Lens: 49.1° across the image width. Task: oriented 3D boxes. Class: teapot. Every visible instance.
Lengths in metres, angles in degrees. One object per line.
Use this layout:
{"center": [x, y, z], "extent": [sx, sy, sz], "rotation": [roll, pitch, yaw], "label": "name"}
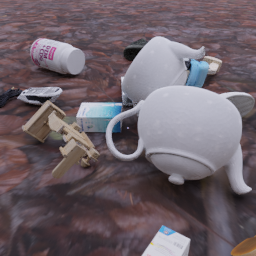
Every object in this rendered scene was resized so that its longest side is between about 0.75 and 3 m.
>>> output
{"center": [0.972, -1.446, 8.465], "extent": [1.657, 2.269, 2.239], "rotation": [37, 82, 5], "label": "teapot"}
{"center": [1.257, 0.355, 6.587], "extent": [2.630, 2.596, 1.921], "rotation": [-1, 63, 44], "label": "teapot"}

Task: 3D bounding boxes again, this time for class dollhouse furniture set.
{"center": [-1.754, 0.453, 7.489], "extent": [1.077, 1.261, 2.434], "rotation": [-47, 41, 2], "label": "dollhouse furniture set"}

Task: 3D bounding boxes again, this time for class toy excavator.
{"center": [2.903, -2.432, 11.906], "extent": [2.879, 1.438, 2.800], "rotation": [8, 32, -10], "label": "toy excavator"}

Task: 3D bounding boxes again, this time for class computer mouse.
{"center": [-3.575, -1.124, 10.372], "extent": [2.431, 0.533, 1.333], "rotation": [2, 27, 14], "label": "computer mouse"}

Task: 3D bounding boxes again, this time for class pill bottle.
{"center": [-3.262, -3.303, 13.033], "extent": [2.418, 1.371, 1.371], "rotation": [20, 37, 30], "label": "pill bottle"}

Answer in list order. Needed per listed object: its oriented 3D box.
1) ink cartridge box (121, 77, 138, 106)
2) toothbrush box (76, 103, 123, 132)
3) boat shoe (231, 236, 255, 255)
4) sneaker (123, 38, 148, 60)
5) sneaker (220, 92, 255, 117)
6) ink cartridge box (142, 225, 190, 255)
{"center": [0.606, -1.500, 11.042], "extent": [1.715, 0.602, 2.110], "rotation": [-2, 24, -3], "label": "ink cartridge box"}
{"center": [-0.880, -0.352, 9.002], "extent": [1.374, 0.586, 1.006], "rotation": [1, 32, 1], "label": "toothbrush box"}
{"center": [2.792, 2.095, 5.002], "extent": [2.266, 0.798, 0.797], "rotation": [-20, 75, -25], "label": "boat shoe"}
{"center": [1.187, -4.159, 14.768], "extent": [2.618, 1.001, 1.500], "rotation": [4, 38, 16], "label": "sneaker"}
{"center": [2.572, -0.937, 9.481], "extent": [2.977, 1.097, 1.721], "rotation": [-10, 36, -13], "label": "sneaker"}
{"center": [0.647, 2.239, 4.846], "extent": [0.561, 0.552, 0.763], "rotation": [20, 37, 29], "label": "ink cartridge box"}
